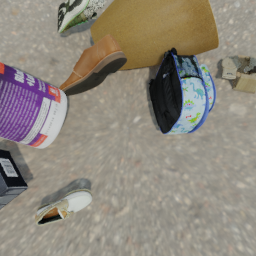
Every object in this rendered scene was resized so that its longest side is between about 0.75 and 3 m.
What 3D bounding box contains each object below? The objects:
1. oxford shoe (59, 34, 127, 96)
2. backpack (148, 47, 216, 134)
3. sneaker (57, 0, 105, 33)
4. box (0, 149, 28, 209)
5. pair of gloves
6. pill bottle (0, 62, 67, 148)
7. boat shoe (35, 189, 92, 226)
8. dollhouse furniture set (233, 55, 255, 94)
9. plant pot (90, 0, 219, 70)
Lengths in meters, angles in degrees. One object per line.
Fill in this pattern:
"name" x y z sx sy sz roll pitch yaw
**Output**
"oxford shoe" -1.047 -1.536 7.275 2.372 0.846 0.845 -29 80 34
"backpack" 1.430 -0.788 7.219 1.340 1.669 1.823 3 61 -16
"sneaker" -1.410 -3.256 8.151 0.978 2.208 0.849 9 81 -33
"box" -3.238 1.332 6.337 1.476 0.770 1.092 -37 73 6
"pair of gloves" 3.410 -1.767 8.289 1.263 0.221 1.074 5 52 10
"pill bottle" -3.044 -0.676 6.409 2.928 1.631 1.631 23 58 -37
"boat shoe" -1.420 1.820 6.257 1.352 0.462 0.505 -25 110 3
"dollhouse furniture set" 3.980 -1.904 7.725 1.553 1.633 1.330 12 63 8
"plant pot" 0.559 -2.864 7.780 2.972 2.770 2.770 -23 65 12
